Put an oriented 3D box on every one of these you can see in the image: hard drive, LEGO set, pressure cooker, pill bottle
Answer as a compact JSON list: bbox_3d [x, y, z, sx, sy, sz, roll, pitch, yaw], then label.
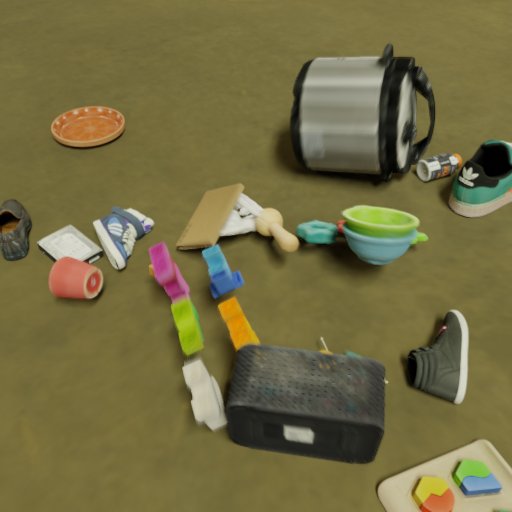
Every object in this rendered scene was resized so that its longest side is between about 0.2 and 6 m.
[{"bbox_3d":[-3.724,-0.135,11.214,1.159,0.219,0.810,33,51,32],"label":"hard drive"},{"bbox_3d":[-0.580,1.176,9.026,1.279,1.376,3.352,-24,48,1],"label":"LEGO set"},{"bbox_3d":[2.468,-3.078,12.528,2.945,2.590,2.630,7,84,22],"label":"pressure cooker"},{"bbox_3d":[4.320,-2.110,13.150,1.001,0.532,0.532,-17,45,-17],"label":"pill bottle"}]

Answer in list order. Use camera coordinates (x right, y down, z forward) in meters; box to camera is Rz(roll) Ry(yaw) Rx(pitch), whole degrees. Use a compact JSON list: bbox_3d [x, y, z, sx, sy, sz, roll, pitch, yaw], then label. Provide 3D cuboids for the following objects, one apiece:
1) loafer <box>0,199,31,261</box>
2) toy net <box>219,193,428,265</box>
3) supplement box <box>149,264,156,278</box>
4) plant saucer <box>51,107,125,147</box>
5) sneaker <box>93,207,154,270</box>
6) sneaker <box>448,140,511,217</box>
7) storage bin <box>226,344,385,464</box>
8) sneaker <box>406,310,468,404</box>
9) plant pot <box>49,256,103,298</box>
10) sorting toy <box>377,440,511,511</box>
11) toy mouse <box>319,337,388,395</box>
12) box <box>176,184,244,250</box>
[{"bbox_3d":[-5.011,-0.701,11.509,0.654,0.649,1.796,-16,44,-16],"label":"loafer"},{"bbox_3d":[0.985,-0.774,11.063,4.504,0.870,2.363,12,23,24],"label":"toy net"},{"bbox_3d":[-1.733,0.355,10.667,0.674,0.232,0.224,25,45,28],"label":"supplement box"},{"bbox_3d":[-4.389,-3.360,14.713,1.865,0.301,1.865,1,43,-1],"label":"plant saucer"},{"bbox_3d":[-2.536,-0.438,11.235,1.129,0.621,1.542,-23,42,-18],"label":"sneaker"},{"bbox_3d":[5.640,-2.027,12.484,3.246,1.297,1.159,-29,50,-28],"label":"sneaker"},{"bbox_3d":[0.689,2.081,7.808,2.054,1.388,0.963,6,50,6],"label":"storage bin"},{"bbox_3d":[2.913,1.500,9.096,0.866,0.617,1.746,13,48,6],"label":"sneaker"},{"bbox_3d":[-3.142,0.419,9.898,0.669,0.756,0.756,10,43,19],"label":"plant pot"},{"bbox_3d":[2.786,3.369,7.257,1.846,0.337,1.709,-17,45,-17],"label":"sorting toy"},{"bbox_3d":[1.465,1.873,8.761,1.151,0.251,1.295,16,26,6],"label":"toy mouse"},{"bbox_3d":[-0.909,-0.758,10.992,1.161,0.151,1.420,-5,51,49],"label":"box"}]
